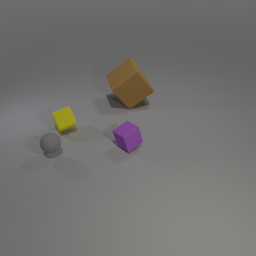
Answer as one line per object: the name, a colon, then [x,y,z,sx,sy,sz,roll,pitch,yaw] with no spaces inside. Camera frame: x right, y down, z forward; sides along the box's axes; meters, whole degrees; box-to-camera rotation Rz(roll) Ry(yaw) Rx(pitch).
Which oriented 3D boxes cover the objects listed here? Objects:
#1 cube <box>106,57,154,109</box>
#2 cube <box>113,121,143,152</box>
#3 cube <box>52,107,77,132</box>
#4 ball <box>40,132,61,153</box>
cube: [0.079,-2.021,12.643,1.400,1.400,1.400,-35,40,13]
cube: [-0.006,0.293,9.935,0.700,0.700,0.700,-34,37,-23]
cube: [-2.472,-0.332,10.856,0.700,0.700,0.700,-24,-2,-16]
ball: [-2.604,0.497,9.414,0.700,0.700,0.700,0,31,0]
